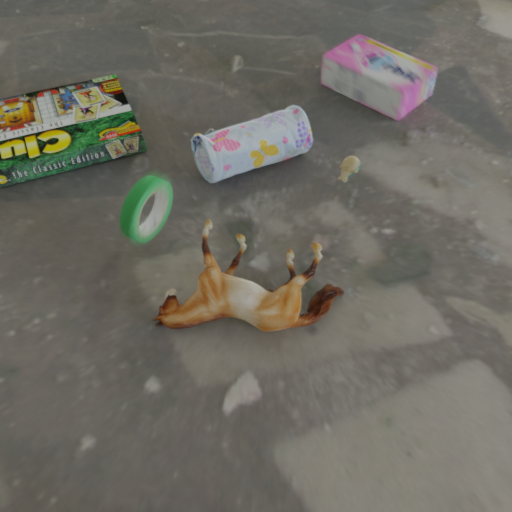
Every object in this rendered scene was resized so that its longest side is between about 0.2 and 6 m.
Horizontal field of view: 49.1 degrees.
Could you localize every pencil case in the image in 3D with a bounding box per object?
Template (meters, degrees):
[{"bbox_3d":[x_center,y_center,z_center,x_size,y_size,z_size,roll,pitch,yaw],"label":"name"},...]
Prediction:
[{"bbox_3d":[-0.077,-2.096,10.433,2.235,0.929,1.014,-20,41,-16],"label":"pencil case"}]

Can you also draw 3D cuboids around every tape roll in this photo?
[{"bbox_3d":[-1.721,-0.736,8.850,0.253,1.052,1.052,24,53,17],"label":"tape roll"}]

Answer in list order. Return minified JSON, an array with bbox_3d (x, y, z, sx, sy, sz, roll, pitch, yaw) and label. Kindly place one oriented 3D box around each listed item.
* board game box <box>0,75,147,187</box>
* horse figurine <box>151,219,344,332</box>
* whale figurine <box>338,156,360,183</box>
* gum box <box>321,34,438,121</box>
[{"bbox_3d":[-4.649,-2.322,10.924,4.537,0.532,2.377,-18,53,-15],"label":"board game box"},{"bbox_3d":[-0.029,0.476,8.315,2.661,0.664,1.764,14,61,5],"label":"horse figurine"},{"bbox_3d":[1.679,-1.537,10.067,0.401,0.261,0.504,28,91,43],"label":"whale figurine"},{"bbox_3d":[2.568,-3.928,12.134,2.225,0.736,1.263,35,59,27],"label":"gum box"}]
